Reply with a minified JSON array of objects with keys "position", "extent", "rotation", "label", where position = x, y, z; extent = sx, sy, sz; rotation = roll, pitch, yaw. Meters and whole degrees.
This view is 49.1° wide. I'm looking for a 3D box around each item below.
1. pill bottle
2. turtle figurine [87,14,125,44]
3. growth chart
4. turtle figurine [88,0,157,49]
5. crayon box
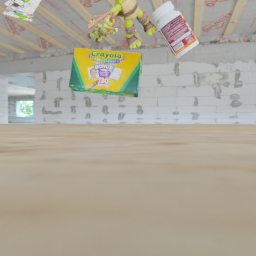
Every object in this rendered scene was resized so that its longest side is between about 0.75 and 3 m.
[{"position":[1.319,-2.793,7.981],"extent":[0.782,1.427,0.782],"rotation":[-34,7,5],"label":"pill bottle"},{"position":[-0.859,-3.413,9.939],"extent":[1.397,0.450,1.127],"rotation":[5,-18,-38],"label":"turtle figurine"},{"position":[-3.285,-3.959,8.795],"extent":[1.086,1.501,0.133],"rotation":[12,-26,1],"label":"growth chart"},{"position":[-0.039,-3.089,7.530],"extent":[0.782,2.429,1.959],"rotation":[34,-10,32],"label":"turtle figurine"},{"position":[-0.841,-2.164,11.022],"extent":[2.686,1.595,0.783],"rotation":[6,-6,5],"label":"crayon box"}]
